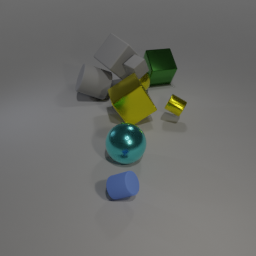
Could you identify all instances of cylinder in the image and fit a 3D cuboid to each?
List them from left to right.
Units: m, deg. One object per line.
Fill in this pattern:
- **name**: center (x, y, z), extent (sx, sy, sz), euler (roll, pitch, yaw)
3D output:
- **cylinder**: center (-1.648, -2.233, 13.511), extent (1.400, 1.400, 1.400), euler (16, 27, -21)
- **cylinder**: center (-0.145, 1.643, 8.048), extent (0.700, 0.700, 0.700), euler (-20, 22, 30)
- **cylinder**: center (1.975, -0.941, 11.608), extent (0.700, 0.700, 0.700), euler (30, 37, 3)

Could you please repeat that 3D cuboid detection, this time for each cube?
- **cube**: center (-0.466, -3.338, 13.326), extent (1.400, 1.400, 1.400), euler (43, 8, 34)
- **cube**: center (0.159, -1.186, 11.787), extent (1.400, 1.400, 1.400), euler (-32, 33, 8)
- **cube**: center (0.378, -2.706, 12.451), extent (0.700, 0.700, 0.700), euler (-43, 49, -11)
- **cube**: center (1.629, -3.240, 15.030), extent (1.400, 1.400, 1.400), euler (-8, 66, -13)

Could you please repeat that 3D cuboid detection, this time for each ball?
- **ball**: center (-0.069, 0.519, 9.538), extent (1.400, 1.400, 1.400), euler (0, 32, 0)
- **ball**: center (0.445, -2.417, 14.185), extent (1.400, 1.400, 1.400), euler (0, 32, 0)
